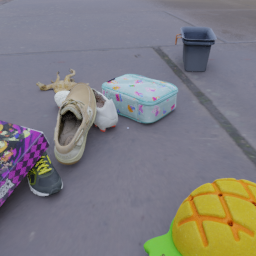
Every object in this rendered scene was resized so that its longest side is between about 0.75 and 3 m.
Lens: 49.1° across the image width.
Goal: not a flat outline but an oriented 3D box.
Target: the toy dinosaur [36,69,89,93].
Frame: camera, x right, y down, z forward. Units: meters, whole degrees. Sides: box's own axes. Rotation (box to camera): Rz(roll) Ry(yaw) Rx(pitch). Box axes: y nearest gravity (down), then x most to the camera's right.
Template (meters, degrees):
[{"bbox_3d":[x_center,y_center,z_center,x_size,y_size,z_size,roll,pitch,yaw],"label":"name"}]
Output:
[{"bbox_3d":[-2.362,-1.709,10.878,2.222,0.647,1.124,0,47,14],"label":"toy dinosaur"}]

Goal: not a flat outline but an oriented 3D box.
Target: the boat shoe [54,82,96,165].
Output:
[{"bbox_3d":[-1.375,-0.336,7.284,0.923,0.831,2.558,6,54,2],"label":"boat shoe"}]

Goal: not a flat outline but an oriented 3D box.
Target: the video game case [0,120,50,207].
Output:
[{"bbox_3d":[-3.591,0.964,5.841,2.691,0.532,2.969,14,51,23],"label":"video game case"}]

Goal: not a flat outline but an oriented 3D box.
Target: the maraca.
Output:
[{"bbox_3d":[1.430,1.762,4.599,2.620,1.402,1.797,-29,21,-22],"label":"maraca"}]

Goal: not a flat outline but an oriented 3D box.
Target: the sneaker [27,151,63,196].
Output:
[{"bbox_3d":[-2.118,0.861,6.504,0.679,0.772,1.825,-24,40,-31],"label":"sneaker"}]

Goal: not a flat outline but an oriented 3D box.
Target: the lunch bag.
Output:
[{"bbox_3d":[0.370,-1.131,9.486,2.377,0.916,1.906,25,40,34],"label":"lunch bag"}]

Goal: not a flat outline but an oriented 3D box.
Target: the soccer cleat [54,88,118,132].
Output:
[{"bbox_3d":[-1.361,-0.848,8.894,2.783,1.079,0.964,26,41,35],"label":"soccer cleat"}]

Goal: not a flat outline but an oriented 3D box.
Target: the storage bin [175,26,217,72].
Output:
[{"bbox_3d":[2.964,-3.577,12.748,1.655,1.527,2.274,3,32,5],"label":"storage bin"}]
